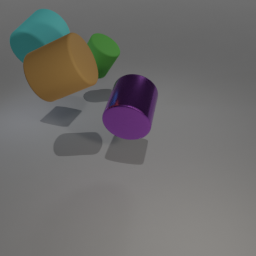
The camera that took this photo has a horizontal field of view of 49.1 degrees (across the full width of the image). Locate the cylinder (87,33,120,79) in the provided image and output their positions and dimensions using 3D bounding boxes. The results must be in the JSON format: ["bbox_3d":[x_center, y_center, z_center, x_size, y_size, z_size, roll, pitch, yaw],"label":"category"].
[{"bbox_3d":[-1.271,-3.140,12.273,1.400,1.400,1.400,21,45,-23],"label":"cylinder"}]

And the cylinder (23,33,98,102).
[{"bbox_3d":[-1.718,-1.555,7.328,1.400,1.400,1.400,-18,26,19],"label":"cylinder"}]

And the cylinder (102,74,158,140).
[{"bbox_3d":[0.094,-0.610,8.200,1.400,1.400,1.400,7,49,11],"label":"cylinder"}]

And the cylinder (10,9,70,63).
[{"bbox_3d":[-2.790,-2.845,8.997,1.400,1.400,1.400,10,51,17],"label":"cylinder"}]
